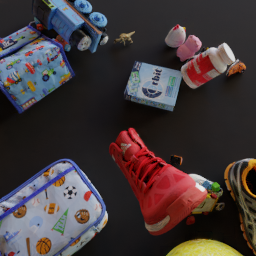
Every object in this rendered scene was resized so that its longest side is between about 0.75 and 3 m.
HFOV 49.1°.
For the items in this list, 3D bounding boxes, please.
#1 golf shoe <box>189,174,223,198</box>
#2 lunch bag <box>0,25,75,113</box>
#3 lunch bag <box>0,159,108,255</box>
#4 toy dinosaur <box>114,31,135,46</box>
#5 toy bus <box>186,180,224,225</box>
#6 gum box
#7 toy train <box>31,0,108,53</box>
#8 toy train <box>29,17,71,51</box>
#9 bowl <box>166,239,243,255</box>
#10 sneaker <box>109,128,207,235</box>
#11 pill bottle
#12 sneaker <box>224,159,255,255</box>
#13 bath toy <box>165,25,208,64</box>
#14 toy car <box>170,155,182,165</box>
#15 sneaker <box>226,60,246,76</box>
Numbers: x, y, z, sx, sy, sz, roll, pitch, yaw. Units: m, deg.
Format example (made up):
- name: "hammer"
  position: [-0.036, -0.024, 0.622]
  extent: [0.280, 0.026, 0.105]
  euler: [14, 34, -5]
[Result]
- name: "golf shoe"
  position: [2.131, 1.538, 7.740]
  extent: [1.046, 0.508, 0.409]
  euler: [25, 68, 12]
- name: "lunch bag"
  position: [-3.601, -2.274, 9.354]
  extent: [2.206, 1.378, 2.930]
  euler: [-39, 58, -16]
- name: "lunch bag"
  position: [-2.117, 2.254, 7.098]
  extent: [2.845, 1.075, 2.280]
  euler: [-34, 67, -16]
- name: "toy dinosaur"
  position: [-0.051, -3.307, 10.240]
  extent: [0.981, 0.286, 0.496]
  euler: [-31, 67, -14]
- name: "toy bus"
  position: [1.833, 1.875, 7.473]
  extent: [1.175, 1.245, 0.644]
  euler: [-31, 37, -7]
- name: "gum box"
  position: [0.849, -1.407, 9.254]
  extent: [1.649, 0.367, 1.401]
  euler: [15, 65, 7]
- name: "toy train"
  position: [-1.971, -3.749, 9.680]
  extent: [2.749, 1.192, 1.571]
  euler: [45, 57, 4]
- name: "toy train"
  position: [-2.827, -3.673, 10.254]
  extent: [2.073, 0.576, 1.557]
  euler: [28, 67, 12]
- name: "bowl"
  position: [1.909, 3.795, 6.125]
  extent: [2.655, 1.429, 2.655]
  euler: [0, 65, 0]
- name: "sneaker"
  position: [0.238, 0.824, 5.156]
  extent: [1.148, 2.931, 1.693]
  euler: [-38, 86, -13]
- name: "pill bottle"
  position: [2.093, -1.635, 7.357]
  extent: [0.712, 1.268, 0.712]
  euler: [29, 46, -35]
- name: "sneaker"
  position: [3.456, 2.143, 7.092]
  extent: [1.170, 1.155, 2.990]
  euler: [-19, 67, -11]
- name: "bath toy"
  position: [2.188, -2.705, 9.631]
  extent: [1.008, 0.857, 2.318]
  euler: [-28, 66, -13]
- name: "toy car"
  position: [1.467, 1.183, 8.133]
  extent: [0.273, 0.403, 0.822]
  euler: [5, 76, -46]
- name: "sneaker"
  position: [3.734, -1.988, 9.574]
  extent: [0.457, 0.316, 0.815]
  euler: [39, 70, 18]
